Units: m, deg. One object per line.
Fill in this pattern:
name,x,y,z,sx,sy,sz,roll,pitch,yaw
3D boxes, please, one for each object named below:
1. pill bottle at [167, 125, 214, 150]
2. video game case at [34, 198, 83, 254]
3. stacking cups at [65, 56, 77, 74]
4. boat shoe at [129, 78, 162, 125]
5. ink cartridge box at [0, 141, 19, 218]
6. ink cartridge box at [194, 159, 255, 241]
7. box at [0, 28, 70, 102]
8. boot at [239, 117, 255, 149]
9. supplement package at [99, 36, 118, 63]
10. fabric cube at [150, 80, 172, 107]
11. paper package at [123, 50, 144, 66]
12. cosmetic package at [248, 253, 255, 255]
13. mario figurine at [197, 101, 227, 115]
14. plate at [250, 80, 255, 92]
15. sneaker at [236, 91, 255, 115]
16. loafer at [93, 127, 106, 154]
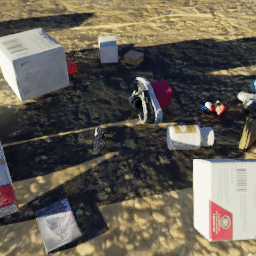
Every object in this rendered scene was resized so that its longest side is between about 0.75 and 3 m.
pill bottle,2.315,0.340,10.471,1.606,0.918,0.918,-1,43,-2
video game case,-2.100,2.858,8.347,1.043,0.138,1.460,-20,46,-20
stacking cups,-3.774,-3.657,15.008,0.834,0.834,2.756,-32,56,-30
boat shoe,0.548,-1.210,12.080,0.957,1.035,2.803,-1,50,-21
ink cartridge box,-4.666,1.432,8.401,2.013,1.144,2.762,-17,67,-20
ink cartridge box,3.333,1.879,7.747,2.768,2.017,1.146,1,-2,-8
box,-4.482,-3.018,13.167,2.517,2.156,2.505,-25,48,-27
boot,5.450,0.394,10.595,2.141,0.708,1.875,19,46,18
supplement package,-1.089,-4.348,15.488,0.955,0.962,1.268,-5,43,-5
fabric cube,1.410,-1.516,12.555,0.845,0.829,0.842,-11,46,-13
paper package,0.320,-3.846,15.341,0.850,0.440,0.810,21,47,23
cosmetic package,3.283,3.900,6.915,0.685,0.578,1.282,12,41,8
mario figurine,3.626,-0.997,12.124,1.243,0.659,0.767,6,43,9
plate,6.651,-2.037,13.589,1.375,0.176,1.375,1,43,-1
sneaker,5.161,-1.156,12.388,1.727,0.648,0.997,-25,43,-38
loafer,-1.070,0.465,10.702,0.427,0.488,1.357,5,40,-5
